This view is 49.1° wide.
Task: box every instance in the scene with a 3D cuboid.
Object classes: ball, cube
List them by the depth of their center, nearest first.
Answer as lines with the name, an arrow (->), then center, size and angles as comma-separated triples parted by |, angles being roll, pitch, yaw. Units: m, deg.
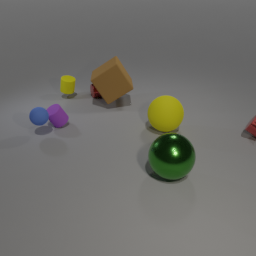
ball -> 1.301, 0.840, 8.354 | 1.400, 1.400, 1.400 | 0, 29, 0
ball -> -3.311, -0.435, 10.435 | 0.700, 0.700, 0.700 | 0, 29, 0
ball -> 1.454, -0.556, 10.841 | 1.400, 1.400, 1.400 | 0, 29, 0
cube -> -0.727, -2.215, 12.877 | 1.400, 1.400, 1.400 | -30, 25, 12

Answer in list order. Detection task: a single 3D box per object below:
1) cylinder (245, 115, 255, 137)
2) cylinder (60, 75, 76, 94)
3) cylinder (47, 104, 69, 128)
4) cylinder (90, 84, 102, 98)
cylinder -> 4.844, -0.018, 10.372 | 0.700, 0.700, 0.700 | 37, 39, 11
cylinder -> -2.965, -2.130, 13.797 | 0.700, 0.700, 0.700 | 9, 34, -6
cylinder -> -2.866, -0.494, 11.281 | 0.700, 0.700, 0.700 | -17, 42, 17
cylinder -> -1.480, -1.915, 14.126 | 0.700, 0.700, 0.700 | -12, 31, -20
